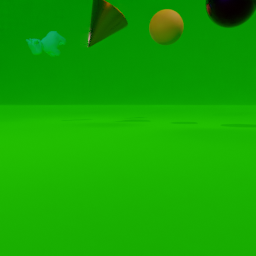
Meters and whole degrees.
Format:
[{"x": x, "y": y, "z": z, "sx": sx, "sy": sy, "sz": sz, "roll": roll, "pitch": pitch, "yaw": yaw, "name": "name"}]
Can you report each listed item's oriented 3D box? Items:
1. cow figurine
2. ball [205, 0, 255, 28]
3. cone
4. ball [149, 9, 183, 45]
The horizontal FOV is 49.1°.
[{"x": -2.995, "y": -3.118, "z": 10.230, "sx": 0.673, "sy": 1.226, "sz": 1.207, "roll": 8, "pitch": -21, "yaw": 46, "name": "cow figurine"}, {"x": 2.648, "y": -3.241, "z": 7.168, "sx": 1.286, "sy": 1.286, "sz": 1.286, "roll": 0, "pitch": 5, "yaw": 0, "name": "ball"}, {"x": -0.961, "y": -3.273, "z": 9.392, "sx": 1.401, "sy": 1.406, "sz": 1.401, "roll": 32, "pitch": -3, "yaw": 2, "name": "cone"}, {"x": 1.160, "y": -3.040, "z": 8.496, "sx": 1.025, "sy": 1.025, "sz": 1.025, "roll": 0, "pitch": 5, "yaw": 0, "name": "ball"}]
